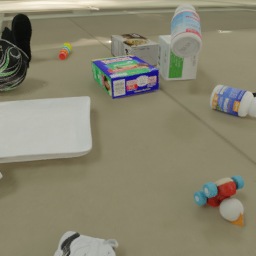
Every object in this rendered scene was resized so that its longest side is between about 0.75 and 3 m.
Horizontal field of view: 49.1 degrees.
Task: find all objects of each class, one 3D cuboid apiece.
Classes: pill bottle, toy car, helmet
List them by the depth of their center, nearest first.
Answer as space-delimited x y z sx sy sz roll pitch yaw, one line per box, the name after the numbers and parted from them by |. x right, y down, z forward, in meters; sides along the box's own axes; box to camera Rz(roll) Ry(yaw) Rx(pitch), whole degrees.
1.657 1.303 4.735 0.721 0.692 0.782 -8 58 -23 | toy car
3.080 -0.744 7.958 1.288 0.722 0.722 22 37 34 | pill bottle
1.721 -2.931 8.353 0.868 0.868 1.596 3 57 5 | pill bottle
-4.214 -1.984 9.295 1.590 1.590 1.516 15 74 24 | helmet

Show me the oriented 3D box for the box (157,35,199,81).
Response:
1.860 -2.684 10.624 1.211 1.406 1.413 -5 30 -8 | box

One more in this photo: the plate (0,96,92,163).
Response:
-2.289 0.034 6.889 2.777 0.450 2.783 -4 30 -7 | plate

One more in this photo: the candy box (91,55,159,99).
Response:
-0.143 -1.884 9.850 1.739 0.792 2.057 -14 32 -20 | candy box

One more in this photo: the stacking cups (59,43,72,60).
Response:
-2.961 -3.579 13.227 0.449 0.449 1.484 -1 35 -3 | stacking cups

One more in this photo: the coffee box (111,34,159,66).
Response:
0.256 -3.474 12.442 1.320 0.932 2.335 -12 32 -20 | coffee box

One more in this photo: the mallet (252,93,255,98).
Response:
4.632 -1.065 8.894 2.430 0.500 0.800 -14 37 -14 | mallet

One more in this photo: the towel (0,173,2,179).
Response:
-3.945 0.836 5.353 2.825 0.330 2.155 25 49 38 | towel

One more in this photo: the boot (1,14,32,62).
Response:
-4.932 -3.984 12.226 0.811 2.193 1.797 -21 42 -38 | boot

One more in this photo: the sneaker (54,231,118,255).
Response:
-0.572 1.928 3.536 0.830 0.543 1.445 0 27 5 | sneaker
